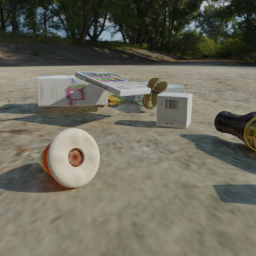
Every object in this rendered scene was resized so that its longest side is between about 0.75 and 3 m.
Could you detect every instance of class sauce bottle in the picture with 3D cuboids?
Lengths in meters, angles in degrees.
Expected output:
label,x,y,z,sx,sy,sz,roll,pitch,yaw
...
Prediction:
label,x,y,z,sx,sy,sz,roll,pitch,yaw
sauce bottle,3.162,0.160,6.297,0.951,0.951,2.881,-8,14,-26

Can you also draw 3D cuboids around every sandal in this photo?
label,x,y,z,sx,sy,sz,roll,pitch,yaw
sandal,0.994,-1.358,11.094,0.771,0.518,1.919,29,51,-1

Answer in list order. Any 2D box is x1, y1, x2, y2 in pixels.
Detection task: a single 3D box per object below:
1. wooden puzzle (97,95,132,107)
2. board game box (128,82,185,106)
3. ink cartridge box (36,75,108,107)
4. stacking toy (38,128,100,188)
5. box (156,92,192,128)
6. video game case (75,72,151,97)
label,x,y,z,sx,sy,sz,roll,pitch,yaw
wooden puzzle,-0.740,-1.330,12.979,1.610,0.191,2.715,-3,16,-10
board game box,1.175,-1.648,12.990,1.887,0.822,2.557,-4,17,-17
ink cartridge box,-2.157,-1.527,11.176,2.607,1.103,1.884,-1,14,-10
stacking toy,-1.292,0.578,5.189,1.388,1.014,1.014,-10,4,45
box,1.438,-0.568,8.702,0.984,0.989,0.647,7,19,24
video game case,-0.444,-1.469,9.227,1.802,0.227,1.977,26,21,25
